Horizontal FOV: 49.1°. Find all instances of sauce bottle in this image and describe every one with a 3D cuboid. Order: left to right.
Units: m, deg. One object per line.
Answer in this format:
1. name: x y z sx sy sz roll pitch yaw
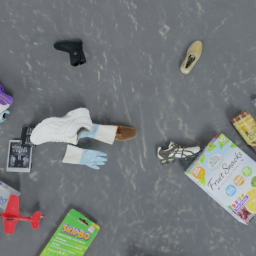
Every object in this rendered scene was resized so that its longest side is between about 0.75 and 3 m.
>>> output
1. sauce bottle: 5.004 0.407 10.980 0.756 0.756 2.290 -35 83 -5

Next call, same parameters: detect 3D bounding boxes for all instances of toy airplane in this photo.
1. toy airplane: -4.050 3.364 10.461 1.867 0.343 1.867 -6 117 -12

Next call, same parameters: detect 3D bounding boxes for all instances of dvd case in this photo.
1. dvd case: -4.293 1.114 11.162 0.949 0.156 1.262 2 82 0

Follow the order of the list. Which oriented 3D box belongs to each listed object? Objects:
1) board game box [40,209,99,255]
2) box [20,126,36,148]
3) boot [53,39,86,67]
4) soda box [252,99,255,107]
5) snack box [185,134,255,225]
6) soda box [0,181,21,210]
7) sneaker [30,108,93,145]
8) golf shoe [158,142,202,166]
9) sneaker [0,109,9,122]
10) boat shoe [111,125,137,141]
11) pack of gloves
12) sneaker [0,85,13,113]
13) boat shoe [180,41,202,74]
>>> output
1. board game box: -2.350 4.559 10.540 1.336 0.419 2.797 34 85 4
2. box: -3.912 0.351 11.088 0.566 0.316 0.802 0 63 -2
3. boot: -2.408 -3.082 11.613 1.253 0.478 1.053 -8 78 -7
4. soda box: 5.545 -0.747 11.334 0.386 0.359 1.129 -30 82 -4
5. snack box: 3.942 1.923 10.713 2.872 0.761 2.043 42 83 4
6. soda box: -5.228 2.317 10.733 2.023 0.642 0.691 30 83 4
7. sneaker: -2.362 0.154 10.282 2.368 0.923 1.177 -25 67 -11
8. golf shoe: 2.005 0.875 10.943 1.739 0.676 0.822 -15 82 -3
9. sneaker: -5.218 -0.363 11.255 0.471 0.424 1.092 33 83 2
10. boat shoe: -0.469 0.171 11.097 1.644 0.555 0.592 3 82 0
11. pack of gloves: -1.559 0.580 10.620 2.063 0.407 1.733 6 72 31
12. sneaker: -5.788 -1.569 11.268 2.846 1.147 1.187 38 47 13
13. boat shoe: 2.684 -2.968 11.547 0.552 0.586 1.540 23 82 3
